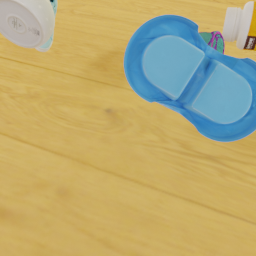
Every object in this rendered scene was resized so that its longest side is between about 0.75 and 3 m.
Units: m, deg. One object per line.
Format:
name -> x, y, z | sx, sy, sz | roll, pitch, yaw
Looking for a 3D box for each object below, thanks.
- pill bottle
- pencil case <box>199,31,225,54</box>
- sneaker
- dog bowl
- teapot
pill bottle -> 4.010, -2.855, 8.004 | 2.439, 1.332, 1.332 | 11, 44, 15
pencil case -> 1.598, -2.193, 7.988 | 2.100, 0.971, 0.894 | 7, 16, 37
sneaker -> -2.602, -3.490, 8.629 | 0.798, 2.158, 0.884 | 2, -3, -24
dog bowl -> 1.316, -0.946, 5.544 | 2.957, 1.648, 0.733 | 30, 10, -5
teapot -> -2.577, -3.049, 7.223 | 1.727, 1.705, 1.261 | -6, 50, 33
